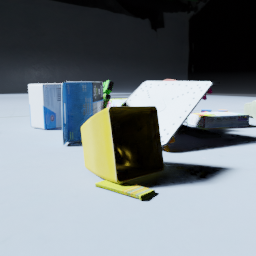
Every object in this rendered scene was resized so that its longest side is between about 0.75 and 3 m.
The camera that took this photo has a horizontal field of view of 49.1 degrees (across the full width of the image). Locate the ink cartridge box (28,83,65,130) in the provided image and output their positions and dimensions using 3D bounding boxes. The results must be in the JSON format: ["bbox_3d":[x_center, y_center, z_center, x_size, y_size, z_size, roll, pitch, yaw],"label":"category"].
[{"bbox_3d":[-2.877,-1.004,12.053,1.056,1.802,2.494,6,11,38],"label":"ink cartridge box"}]

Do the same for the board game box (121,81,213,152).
[{"bbox_3d":[0.855,-0.537,9.043,2.869,0.371,2.869,10,49,45],"label":"board game box"}]

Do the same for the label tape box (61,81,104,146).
[{"bbox_3d":[-1.412,-0.584,9.241,0.865,1.874,2.616,1,9,4],"label":"label tape box"}]

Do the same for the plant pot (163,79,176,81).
[{"bbox_3d":[1.311,-0.730,10.542,1.670,1.670,1.624,9,38,43],"label":"plant pot"}]

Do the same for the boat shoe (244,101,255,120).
[{"bbox_3d":[6.679,-0.929,14.178,0.831,0.984,2.760,-3,6,6],"label":"boat shoe"}]

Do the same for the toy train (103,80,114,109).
[{"bbox_3d":[-1.096,-1.271,13.084,0.439,2.104,0.593,22,-20,-30],"label":"toy train"}]

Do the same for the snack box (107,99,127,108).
[{"bbox_3d":[0.305,-1.102,15.401,2.226,0.893,2.640,-4,14,-23],"label":"snack box"}]

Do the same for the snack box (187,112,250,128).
[{"bbox_3d":[3.843,-0.373,12.061,2.111,0.559,1.501,-2,9,-14],"label":"snack box"}]

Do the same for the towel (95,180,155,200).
[{"bbox_3d":[-0.064,1.048,4.854,1.026,0.093,0.441,6,6,38],"label":"towel"}]

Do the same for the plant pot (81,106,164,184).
[{"bbox_3d":[-0.207,0.323,5.711,1.199,1.359,1.359,-9,-3,45],"label":"plant pot"}]

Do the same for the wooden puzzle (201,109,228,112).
[{"bbox_3d":[4.416,-0.689,14.376,1.817,0.454,1.961,3,9,18],"label":"wooden puzzle"}]

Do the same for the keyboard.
[{"bbox_3d":[2.277,-0.038,10.374,1.247,0.475,2.396,-3,9,-21],"label":"keyboard"}]
